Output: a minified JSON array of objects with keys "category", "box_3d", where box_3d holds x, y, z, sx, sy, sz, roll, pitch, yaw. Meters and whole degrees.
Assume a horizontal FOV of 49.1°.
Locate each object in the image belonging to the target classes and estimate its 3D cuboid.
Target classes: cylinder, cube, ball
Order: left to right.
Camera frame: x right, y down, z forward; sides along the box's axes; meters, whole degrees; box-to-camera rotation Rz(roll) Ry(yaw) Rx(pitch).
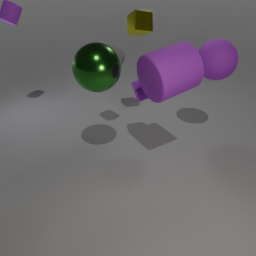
[{"category":"cylinder","box_3d":[-4.462,-4.356,10.624,0.700,0.700,0.700,20,6,-2]},{"category":"ball","box_3d":[-0.892,-1.723,8.020,1.400,1.400,1.400,0,29,0]},{"category":"cylinder","box_3d":[-0.589,-2.456,9.562,0.700,0.700,0.700,-22,43,-34]},{"category":"cube","box_3d":[0.421,-3.712,9.963,0.700,0.700,0.700,-3,5,-23]},{"category":"cylinder","box_3d":[0.549,-1.321,9.477,0.700,0.700,0.700,-20,30,4]},{"category":"cylinder","box_3d":[1.187,-1.606,8.038,1.400,1.400,1.400,-25,36,-20]},{"category":"ball","box_3d":[3.069,-2.356,9.686,1.400,1.400,1.400,0,29,0]}]
